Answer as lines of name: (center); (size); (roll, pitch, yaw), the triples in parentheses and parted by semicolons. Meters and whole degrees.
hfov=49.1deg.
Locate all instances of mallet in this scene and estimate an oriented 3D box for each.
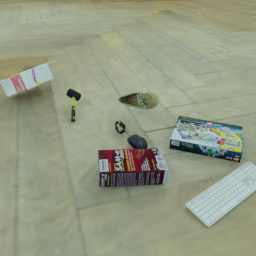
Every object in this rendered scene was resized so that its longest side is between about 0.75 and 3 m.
mallet: (-1.747, -0.716, 9.306); (0.481, 0.301, 1.461); (21, 39, -37)

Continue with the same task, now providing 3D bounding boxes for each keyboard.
keyboard: (2.333, 1.413, 6.339); (2.340, 0.125, 0.659); (-23, 40, -30)

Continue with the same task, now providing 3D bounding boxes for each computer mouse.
computer mouse: (0.052, 0.175, 7.924); (0.429, 0.249, 1.464); (-34, 48, -17)

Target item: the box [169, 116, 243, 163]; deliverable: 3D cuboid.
box: (2.216, 0.263, 7.863); (1.871, 0.353, 1.278); (11, 35, 16)

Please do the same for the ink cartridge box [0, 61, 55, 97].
ink cartridge box: (-3.526, -1.822, 10.262); (1.877, 0.633, 1.093); (-34, 21, -36)

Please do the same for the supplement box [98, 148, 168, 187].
supplement box: (0.081, 0.923, 6.682); (1.574, 0.479, 0.856); (-2, 34, -8)

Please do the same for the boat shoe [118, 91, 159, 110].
boat shoe: (0.320, -0.836, 8.616); (0.488, 0.571, 1.557); (-5, 4, -37)
